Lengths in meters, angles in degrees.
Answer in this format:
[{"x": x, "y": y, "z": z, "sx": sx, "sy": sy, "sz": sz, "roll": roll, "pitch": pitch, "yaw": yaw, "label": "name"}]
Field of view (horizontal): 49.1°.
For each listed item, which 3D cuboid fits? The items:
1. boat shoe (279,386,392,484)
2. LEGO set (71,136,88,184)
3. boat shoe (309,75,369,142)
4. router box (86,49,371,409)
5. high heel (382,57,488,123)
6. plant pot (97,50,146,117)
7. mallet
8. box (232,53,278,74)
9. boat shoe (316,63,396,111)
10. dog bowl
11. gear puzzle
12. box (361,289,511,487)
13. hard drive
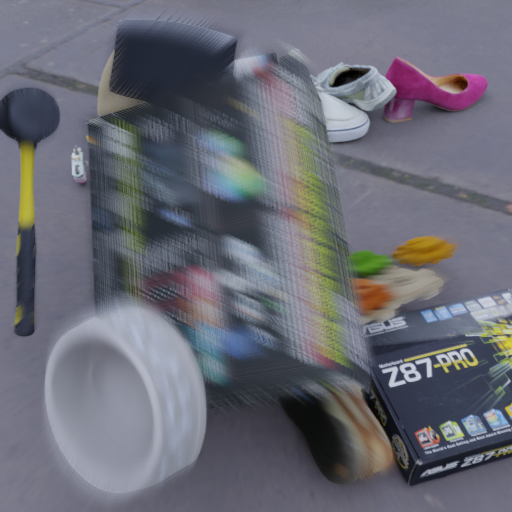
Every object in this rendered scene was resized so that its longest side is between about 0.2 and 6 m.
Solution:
[{"x": 0.844, "y": 1.699, "z": 6.541, "sx": 0.775, "sy": 0.794, "sz": 2.099, "roll": 5, "pitch": 34, "yaw": -26, "label": "boat shoe"}, {"x": -2.190, "y": -1.751, "z": 10.219, "sx": 2.215, "sy": 0.824, "sz": 1.019, "roll": 2, "pitch": 79, "yaw": -4, "label": "LEGO set"}, {"x": 0.829, "y": -3.172, "z": 11.106, "sx": 2.944, "sy": 1.255, "sz": 1.087, "roll": 17, "pitch": 47, "yaw": 16, "label": "boat shoe"}, {"x": -0.391, "y": -0.151, "z": 6.190, "sx": 2.647, "sy": 1.097, "sz": 3.532, "roll": -12, "pitch": 73, "yaw": 18, "label": "router box"}, {"x": 3.814, "y": -3.714, "z": 11.615, "sx": 2.758, "sy": 1.323, "sz": 0.929, "roll": -16, "pitch": 46, "yaw": -15, "label": "high heel"}, {"x": -2.216, "y": -2.833, "z": 10.570, "sx": 1.938, "sy": 1.938, "sz": 1.301, "roll": 37, "pitch": 87, "yaw": 32, "label": "plant pot"}, {"x": -2.665, "y": -0.497, "z": 6.568, "sx": 0.605, "sy": 2.942, "sz": 0.969, "roll": -1, "pitch": 1, "yaw": -33, "label": "mallet"}, {"x": -0.163, "y": -1.182, "z": 7.948, "sx": 1.669, "sy": 3.033, "sz": 0.527, "roll": -15, "pitch": 1, "yaw": -9, "label": "box"}, {"x": 1.886, "y": -3.561, "z": 11.398, "sx": 0.893, "sy": 0.777, "sz": 2.423, "roll": -42, "pitch": 32, "yaw": 1, "label": "boat shoe"}, {"x": -1.250, "y": 1.314, "z": 5.047, "sx": 1.690, "sy": 1.690, "sz": 0.495, "roll": 30, "pitch": 21, "yaw": 27, "label": "dog bowl"}, {"x": 1.449, "y": 0.264, "z": 7.483, "sx": 3.389, "sy": 0.444, "sz": 1.755, "roll": -20, "pitch": 21, "yaw": -28, "label": "gear puzzle"}, {"x": 2.544, "y": 1.481, "z": 6.804, "sx": 2.432, "sy": 0.597, "sz": 1.961, "roll": -10, "pitch": 43, "yaw": -11, "label": "box"}, {"x": -1.096, "y": -2.519, "z": 7.276, "sx": 1.574, "sy": 1.061, "sz": 0.333, "roll": 9, "pitch": 0, "yaw": 1, "label": "hard drive"}]
